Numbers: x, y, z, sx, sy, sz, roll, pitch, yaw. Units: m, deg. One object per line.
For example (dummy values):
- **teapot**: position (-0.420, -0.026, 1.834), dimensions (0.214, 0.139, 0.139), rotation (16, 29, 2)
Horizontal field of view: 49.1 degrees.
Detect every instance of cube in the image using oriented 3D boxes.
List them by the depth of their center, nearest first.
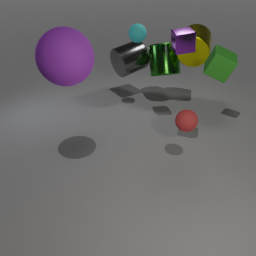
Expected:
- **cube**: position (2.728, -1.903, 8.284), dimensions (0.700, 0.700, 0.700), rotation (25, 43, -2)
- **cube**: position (1.924, -3.048, 9.791), dimensions (0.700, 0.700, 0.700), rotation (-9, 36, -3)

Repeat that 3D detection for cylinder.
- **cylinder**: position (2.914, -3.617, 12.266), dimensions (1.400, 1.400, 1.400), rotation (8, 43, 14)
- **cylinder**: position (1.690, -3.171, 13.004), dimensions (1.400, 1.400, 1.400), rotation (-6, 11, 1)
- **cylinder**: position (0.066, -3.334, 13.454), dimensions (1.400, 1.400, 1.400), rotation (-27, 37, -20)

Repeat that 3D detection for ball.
- **ball**: position (-1.519, -1.714, 6.776), dimensions (1.400, 1.400, 1.400), rotation (0, 29, 0)
- **ball**: position (1.818, -0.228, 8.704), dimensions (0.700, 0.700, 0.700), rotation (0, 29, 0)
- **ball**: position (0.368, -3.653, 10.793), dimensions (0.700, 0.700, 0.700), rotation (0, 29, 0)
